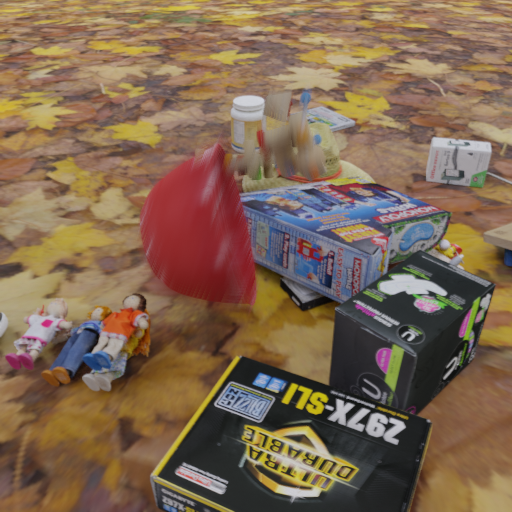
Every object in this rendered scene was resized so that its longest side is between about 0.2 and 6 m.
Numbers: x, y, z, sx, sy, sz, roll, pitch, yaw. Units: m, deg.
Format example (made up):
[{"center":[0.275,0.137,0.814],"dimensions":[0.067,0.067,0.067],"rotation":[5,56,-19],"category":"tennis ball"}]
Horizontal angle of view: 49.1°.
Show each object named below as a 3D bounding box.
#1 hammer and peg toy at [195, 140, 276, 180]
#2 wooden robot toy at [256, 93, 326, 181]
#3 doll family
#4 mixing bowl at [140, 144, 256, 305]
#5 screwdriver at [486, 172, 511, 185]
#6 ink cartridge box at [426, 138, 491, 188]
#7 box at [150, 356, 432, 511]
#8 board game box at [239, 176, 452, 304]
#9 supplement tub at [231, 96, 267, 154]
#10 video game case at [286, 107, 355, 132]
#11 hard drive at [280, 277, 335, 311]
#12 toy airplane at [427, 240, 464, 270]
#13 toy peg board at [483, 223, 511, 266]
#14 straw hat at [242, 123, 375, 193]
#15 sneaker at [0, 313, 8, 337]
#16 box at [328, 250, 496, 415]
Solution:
[{"center":[-0.366,-1.876,11.649],"dimensions":[1.508,0.723,2.050],"rotation":[-6,5,18],"category":"hammer and peg toy"},{"center":[0.660,-1.565,8.816],"dimensions":[0.995,2.258,1.025],"rotation":[-23,67,6],"category":"wooden robot toy"},{"center":[-2.261,1.186,7.848],"dimensions":[2.230,1.005,1.384],"rotation":[-4,37,26],"category":"doll family"},{"center":[-0.822,-0.293,7.641],"dimensions":[1.206,2.226,2.226],"rotation":[-13,33,7],"category":"mixing bowl"},{"center":[5.867,-1.457,12.100],"dimensions":[0.307,0.320,2.201],"rotation":[-17,41,-27],"category":"screwdriver"},{"center":[4.503,-2.086,12.542],"dimensions":[1.250,0.912,0.525],"rotation":[8,36,14],"category":"ink cartridge box"},{"center":[0.465,2.307,6.249],"dimensions":[2.541,0.627,2.029],"rotation":[15,35,22],"category":"box"},{"center":[1.499,-0.316,9.486],"dimensions":[3.245,1.001,3.243],"rotation":[-11,28,-27],"category":"board game box"},{"center":[-0.179,-3.270,13.998],"dimensions":[0.900,1.244,0.900],"rotation":[0,34,0],"category":"supplement tub"},{"center":[1.788,-3.813,15.791],"dimensions":[1.353,0.163,1.484],"rotation":[-20,40,-27],"category":"video game case"},{"center":[1.047,0.492,9.306],"dimensions":[1.099,0.208,0.768],"rotation":[-14,36,-23],"category":"hard drive"},{"center":[3.188,-0.014,9.745],"dimensions":[0.815,0.575,0.811],"rotation":[9,36,12],"category":"toy airplane"},{"center":[5.314,0.017,9.628],"dimensions":[1.916,0.937,1.908],"rotation":[-16,21,-24],"category":"toy peg board"},{"center":[1.146,-2.185,12.285],"dimensions":[3.236,1.369,3.236],"rotation":[0,33,0],"category":"straw hat"},{"center":[-4.872,0.949,7.903],"dimensions":[2.470,1.011,0.952],"rotation":[-5,34,-8],"category":"sneaker"},{"center":[2.025,1.057,7.381],"dimensions":[1.907,1.416,1.185],"rotation":[-28,43,-35],"category":"box"}]
